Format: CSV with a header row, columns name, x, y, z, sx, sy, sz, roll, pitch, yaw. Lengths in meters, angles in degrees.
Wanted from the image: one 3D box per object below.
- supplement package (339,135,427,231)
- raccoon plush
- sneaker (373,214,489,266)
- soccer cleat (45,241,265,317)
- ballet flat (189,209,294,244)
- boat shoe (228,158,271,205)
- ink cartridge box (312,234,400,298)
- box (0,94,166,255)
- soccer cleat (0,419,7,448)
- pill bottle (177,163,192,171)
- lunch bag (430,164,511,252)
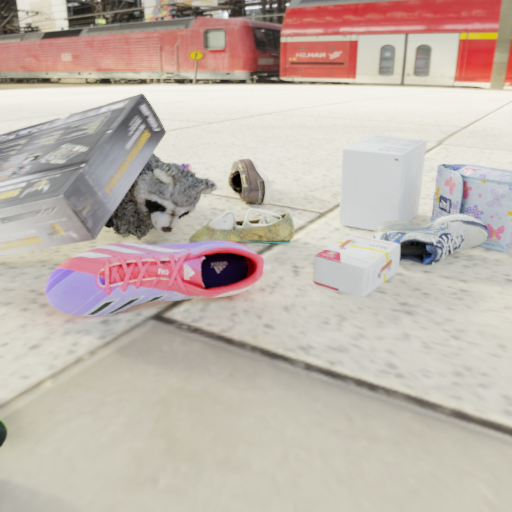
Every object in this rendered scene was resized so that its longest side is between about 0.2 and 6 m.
name,x,y,z,sx,sy,sz,roll,pitch,yaw
supplement package,2.852,-1.650,12.584,1.359,1.767,1.848,12,25,28
raccoon plush,-2.222,-1.957,11.007,1.689,3.491,2.339,-11,-15,-47
sneaker,3.336,-0.186,10.486,2.132,0.822,0.908,-7,32,2
soccer cleat,-1.453,0.275,8.428,3.240,1.081,1.239,-5,-3,-21
ballet flat,-0.293,-0.606,11.409,2.160,0.764,0.764,-2,22,-4
boat shoe,-0.319,-1.994,14.724,0.744,0.898,2.500,-3,27,-17
ink cartridge box,1.759,0.131,9.724,0.988,0.568,1.361,16,26,34
box,-3.947,-1.399,10.257,3.906,0.944,3.093,-8,42,26
soccer cleat,-3.425,1.989,4.990,2.266,0.765,0.919,-10,35,-12
pill bottle,-2.302,-2.559,16.743,0.732,0.408,0.408,-1,22,-2
lunch bag,4.454,-1.026,11.425,1.754,1.487,1.115,20,30,35
